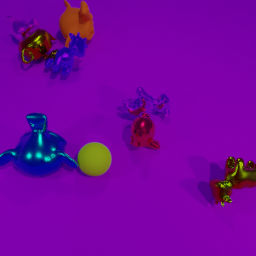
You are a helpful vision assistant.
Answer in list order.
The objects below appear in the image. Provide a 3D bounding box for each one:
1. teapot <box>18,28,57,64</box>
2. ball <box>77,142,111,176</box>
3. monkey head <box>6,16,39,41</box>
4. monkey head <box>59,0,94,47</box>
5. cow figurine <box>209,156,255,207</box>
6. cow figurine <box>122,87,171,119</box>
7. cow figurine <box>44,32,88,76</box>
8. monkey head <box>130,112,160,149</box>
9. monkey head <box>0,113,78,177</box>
[{"bbox_3d":[-2.907,-2.677,9.100,1.112,0.876,1.788,-9,40,38],"label":"teapot"},{"bbox_3d":[-0.791,0.736,6.610,0.795,0.795,0.795,0,53,0],"label":"ball"},{"bbox_3d":[-3.513,-3.371,9.564,0.870,1.209,0.729,-21,21,33],"label":"monkey head"},{"bbox_3d":[-1.773,-3.603,9.401,1.171,1.398,1.944,-5,75,-2],"label":"monkey head"},{"bbox_3d":[2.412,1.222,6.264,1.152,0.632,1.133,12,86,-14],"label":"cow figurine"},{"bbox_3d":[0.560,-0.582,7.709,1.182,1.163,0.649,-38,34,16],"label":"cow figurine"},{"bbox_3d":[-1.856,-2.264,8.492,1.325,0.727,1.303,24,86,46],"label":"cow figurine"},{"bbox_3d":[0.489,0.122,7.048,0.898,0.752,1.248,19,26,-7],"label":"monkey head"},{"bbox_3d":[-2.088,0.434,6.485,1.916,1.378,1.155,2,45,0],"label":"monkey head"}]
